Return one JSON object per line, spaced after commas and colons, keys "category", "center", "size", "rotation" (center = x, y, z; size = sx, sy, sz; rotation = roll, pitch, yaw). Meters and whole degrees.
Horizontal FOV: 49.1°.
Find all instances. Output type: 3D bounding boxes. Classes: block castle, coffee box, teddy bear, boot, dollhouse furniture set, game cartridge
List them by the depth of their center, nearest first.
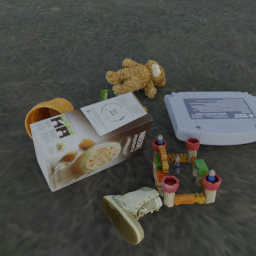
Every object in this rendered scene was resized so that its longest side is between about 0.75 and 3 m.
{"category": "boot", "center": [0.219, 1.551, 5.253], "size": [1.054, 0.491, 1.362], "rotation": [-9, 16, -25]}
{"category": "block castle", "center": [1.146, 0.801, 5.986], "size": [1.152, 0.809, 1.724], "rotation": [-3, 28, -2]}
{"category": "coffee box", "center": [-0.775, 0.272, 6.257], "size": [2.400, 1.372, 0.957], "rotation": [-21, 59, -24]}
{"category": "game cartridge", "center": [2.426, -0.305, 7.563], "size": [2.640, 0.540, 1.757], "rotation": [-1, 40, -7]}
{"category": "dollhouse furniture set", "center": [-0.116, -0.762, 8.206], "size": [1.375, 0.531, 0.687], "rotation": [11, 16, 15]}
{"category": "teddy bear", "center": [0.328, -1.650, 9.105], "size": [2.130, 0.711, 1.544], "rotation": [-4, 56, -16]}

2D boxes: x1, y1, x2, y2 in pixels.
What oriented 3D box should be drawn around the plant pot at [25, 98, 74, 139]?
{"category": "plant pot", "center": [-1.805, -0.240, 6.962], "size": [1.111, 1.111, 1.017], "rotation": [4, 28, 5]}
